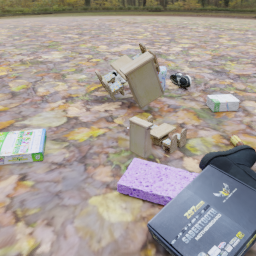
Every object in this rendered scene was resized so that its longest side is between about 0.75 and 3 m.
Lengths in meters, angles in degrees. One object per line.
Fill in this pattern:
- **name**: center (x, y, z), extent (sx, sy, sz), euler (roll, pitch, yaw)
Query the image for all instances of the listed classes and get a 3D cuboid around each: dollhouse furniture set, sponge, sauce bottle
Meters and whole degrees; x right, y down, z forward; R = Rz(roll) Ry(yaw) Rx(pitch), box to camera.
- **dollhouse furniture set**: center (0.098, -2.518, 11.921), extent (2.543, 1.928, 2.902), euler (-33, 46, -5)
- **sponge**: center (0.997, 1.475, 7.337), extent (2.327, 0.347, 1.298), euler (12, 28, 20)
- **dollhouse furniture set**: center (0.883, 0.073, 9.225), extent (1.497, 1.134, 1.708), euler (24, 36, 38)
- **sauce bottle**: center (3.673, 0.536, 9.285), extent (0.276, 0.276, 0.836), euler (-4, 30, -7)

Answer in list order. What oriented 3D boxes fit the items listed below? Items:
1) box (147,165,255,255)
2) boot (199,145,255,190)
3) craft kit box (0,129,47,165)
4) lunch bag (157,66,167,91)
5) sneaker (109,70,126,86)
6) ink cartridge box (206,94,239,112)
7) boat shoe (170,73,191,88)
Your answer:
- **box**: center (1.696, 1.885, 5.735), extent (2.102, 0.536, 1.658), euler (-36, 40, -21)
- **boot**: center (3.143, 1.319, 7.229), extent (2.181, 0.833, 1.833), euler (-3, 35, -34)
- **craft kit box**: center (-3.514, 0.580, 9.122), extent (1.573, 0.386, 1.592), euler (-2, 27, -10)
- **lunch bag**: center (1.618, -2.406, 13.932), extent (0.580, 1.229, 1.534), euler (5, 21, 7)
- **sneaker**: center (-0.575, -2.738, 15.015), extent (0.748, 0.807, 1.991), euler (6, 27, 15)
- **ink cartridge box**: center (4.103, -1.092, 12.163), extent (1.132, 0.495, 0.823), euler (-5, 29, -7)
- **boat shoe**: center (2.741, -2.479, 14.710), extent (0.550, 0.689, 1.822), euler (-6, 16, -13)
